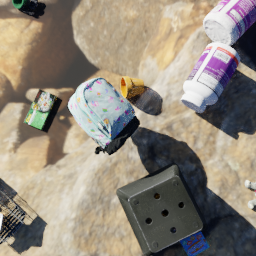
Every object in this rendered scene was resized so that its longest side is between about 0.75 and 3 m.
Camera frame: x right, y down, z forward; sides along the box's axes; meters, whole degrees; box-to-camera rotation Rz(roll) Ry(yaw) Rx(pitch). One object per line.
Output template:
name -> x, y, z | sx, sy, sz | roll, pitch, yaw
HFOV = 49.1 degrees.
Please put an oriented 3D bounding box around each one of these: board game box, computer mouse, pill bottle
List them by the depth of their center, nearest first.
board game box -> 2.410, 4.193, 10.651 | 0.891, 0.264, 1.172 | -30, 85, -3
pill bottle -> 3.077, -1.883, 10.710 | 1.410, 1.410, 2.507 | 32, 86, 3
pill bottle -> 4.390, -4.640, 10.944 | 1.528, 1.528, 2.721 | 45, 87, 4
board game box -> -3.503, -0.749, 11.225 | 0.775, 0.174, 1.480 | 23, 85, 0
computer mouse -> -4.061, -5.115, 11.688 | 0.552, 0.181, 0.787 | 16, 90, 5

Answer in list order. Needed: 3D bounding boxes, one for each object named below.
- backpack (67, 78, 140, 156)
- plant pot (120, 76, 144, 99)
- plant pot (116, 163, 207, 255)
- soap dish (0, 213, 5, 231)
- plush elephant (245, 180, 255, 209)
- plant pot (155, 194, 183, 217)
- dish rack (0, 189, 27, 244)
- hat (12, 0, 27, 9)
backpack -> -0.834, -0.515, 9.677 | 2.423, 1.534, 2.022 | 47, 46, -7
plant pot -> 0.190, -1.622, 11.035 | 0.781, 0.853, 0.853 | -8, 84, -17
plant pot -> 1.162, 2.816, 9.636 | 2.652, 2.353, 2.646 | -25, 78, -2
soap dish -> -4.909, 3.369, 10.198 | 0.826, 0.336, 0.650 | 7, 84, -2
plush elephant -> 5.192, 2.536, 10.442 | 1.320, 1.022, 1.087 | 1, 84, 0
plant pot -> 1.529, 2.781, 10.499 | 0.955, 0.961, 0.983 | 38, 78, 4
dish rack -> -5.063, 3.128, 10.611 | 2.348, 0.641, 1.801 | 42, 87, 2
hat -> -4.320, -5.376, 11.756 | 0.817, 0.719, 0.677 | -28, 89, 33
